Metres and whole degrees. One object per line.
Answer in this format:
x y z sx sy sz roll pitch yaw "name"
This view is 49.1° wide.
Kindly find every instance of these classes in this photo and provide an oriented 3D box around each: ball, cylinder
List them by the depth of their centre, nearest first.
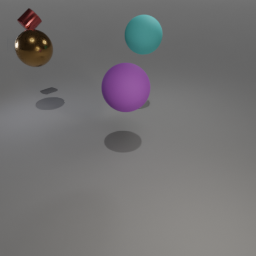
-0.060 -1.153 8.024 1.400 1.400 1.400 0 28 0 "ball"
0.571 -3.438 10.366 1.400 1.400 1.400 0 28 0 "ball"
-3.599 -3.056 10.764 1.400 1.400 1.400 0 28 0 "ball"
-4.029 -4.390 11.473 0.700 0.700 0.700 -48 42 -5 "cylinder"
